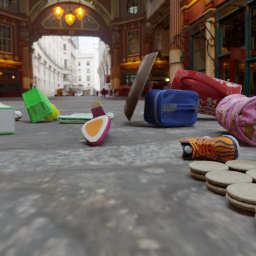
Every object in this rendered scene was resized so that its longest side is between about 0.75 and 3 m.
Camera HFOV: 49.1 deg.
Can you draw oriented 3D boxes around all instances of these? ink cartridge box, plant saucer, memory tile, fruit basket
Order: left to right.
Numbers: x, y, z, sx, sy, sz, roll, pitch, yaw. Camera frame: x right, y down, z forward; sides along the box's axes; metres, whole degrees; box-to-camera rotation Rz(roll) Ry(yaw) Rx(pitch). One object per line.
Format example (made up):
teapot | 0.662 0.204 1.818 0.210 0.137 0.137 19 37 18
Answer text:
ink cartridge box | -4.413 -0.286 8.711 1.414 0.814 1.937 -4 8 -30
fruit basket | -3.684 -0.780 11.997 1.185 1.643 1.643 -28 13 -10
plant saucer | 0.429 -1.652 10.969 0.464 2.892 2.892 21 7 0
memory tile | 1.830 0.706 3.280 1.690 0.185 2.205 -1 6 -8

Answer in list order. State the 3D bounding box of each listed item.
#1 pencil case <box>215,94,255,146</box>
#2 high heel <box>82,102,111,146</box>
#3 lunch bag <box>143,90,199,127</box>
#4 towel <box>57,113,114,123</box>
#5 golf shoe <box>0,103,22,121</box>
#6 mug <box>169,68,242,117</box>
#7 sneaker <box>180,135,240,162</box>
pencil case | 3.167 -0.304 7.449 1.269 1.214 2.933 -37 0 12
high heel | -0.731 0.132 7.379 0.713 1.015 2.116 -19 27 -1
lunch bag | 1.685 -0.717 10.196 1.943 1.320 1.285 -2 8 -29
towel | -1.793 -0.485 12.390 2.100 0.322 2.753 0 7 3
golf shoe | -5.194 -0.658 11.804 0.656 0.832 1.806 3 6 23
mug | 3.432 -1.450 12.737 2.977 1.986 2.642 16 14 15
sneaker | 1.345 0.402 4.937 0.706 0.489 1.261 -6 -2 -16
